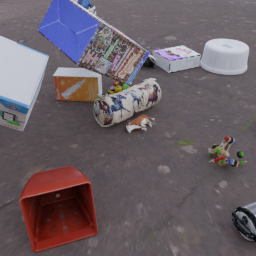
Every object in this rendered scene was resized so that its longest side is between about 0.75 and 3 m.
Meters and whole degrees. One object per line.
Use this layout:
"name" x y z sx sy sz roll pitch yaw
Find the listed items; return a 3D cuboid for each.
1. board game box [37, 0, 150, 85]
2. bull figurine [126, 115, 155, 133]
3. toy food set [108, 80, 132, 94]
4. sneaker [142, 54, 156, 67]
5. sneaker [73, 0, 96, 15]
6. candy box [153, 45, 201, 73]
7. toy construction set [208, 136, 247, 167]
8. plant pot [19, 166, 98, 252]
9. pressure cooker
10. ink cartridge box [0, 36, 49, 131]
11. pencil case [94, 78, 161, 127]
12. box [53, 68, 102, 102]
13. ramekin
"board game box" -1.035 -2.821 9.205 2.250 1.366 2.822 43 18 27
"bull figurine" 0.460 -0.157 10.440 0.703 0.377 1.157 23 41 27
"toy food set" -0.390 -2.015 13.041 0.919 0.510 1.561 7 35 11
"sneaker" 0.658 -3.611 15.409 1.819 0.731 0.785 18 56 29
"sneaker" -1.357 -4.247 11.760 2.063 2.817 1.135 21 33 3
"candy box" 2.667 -3.855 15.540 2.066 0.739 1.733 -16 37 -22
"toy construction set" 2.855 0.859 8.674 1.193 0.916 0.995 -10 77 -43
"plant pot" -1.677 1.758 6.781 1.517 1.519 1.338 -11 24 -15
"pressure cooker" 2.948 2.184 6.546 0.931 0.819 0.832 -16 80 -18
"ink cartridge box" -3.158 -1.074 7.303 1.529 2.084 1.522 20 67 -17
"pencil case" 0.042 -1.074 10.972 2.868 1.283 1.116 -27 49 -35
"box" -2.157 -1.904 12.266 1.915 1.191 0.933 2 34 3
"ramekin" 5.274 -3.939 15.240 2.527 1.232 2.527 0 34 0
